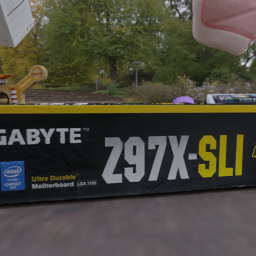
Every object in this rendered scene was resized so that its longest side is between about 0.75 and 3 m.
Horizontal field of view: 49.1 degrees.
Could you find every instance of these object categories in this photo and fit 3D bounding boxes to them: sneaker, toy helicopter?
[{"bbox_3d":[2.204,-1.984,4.678,2.504,1.309,0.942,-10,43,-10],"label":"sneaker"},{"bbox_3d":[-3.574,-1.254,8.889,2.337,1.546,0.922,-36,-3,9],"label":"toy helicopter"}]

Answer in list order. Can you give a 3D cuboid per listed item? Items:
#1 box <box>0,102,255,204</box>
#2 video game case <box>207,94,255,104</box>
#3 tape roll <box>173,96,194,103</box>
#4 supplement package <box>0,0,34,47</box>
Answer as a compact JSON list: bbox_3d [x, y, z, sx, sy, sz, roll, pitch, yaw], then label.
[{"bbox_3d":[0.004,0.059,2.911,2.750,0.679,2.196,-1,6,-12],"label":"box"},{"bbox_3d":[3.363,-0.369,6.565,2.744,0.320,2.495,1,21,10],"label":"video game case"},{"bbox_3d":[3.952,-1.615,19.993,1.519,0.498,1.519,0,-30,0],"label":"tape roll"},{"bbox_3d":[-2.224,-2.182,4.593,0.819,1.401,0.822,11,50,8],"label":"supplement package"}]
